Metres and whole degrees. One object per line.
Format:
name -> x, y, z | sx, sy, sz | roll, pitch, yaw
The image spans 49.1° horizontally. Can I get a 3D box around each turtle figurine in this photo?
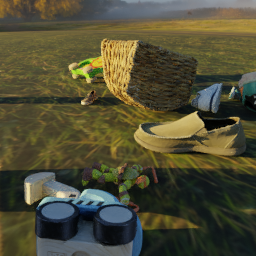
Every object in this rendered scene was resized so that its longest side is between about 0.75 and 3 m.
turtle figurine -> -0.161, 0.934, 5.125 | 1.280, 0.511, 1.587 | 7, 24, 15

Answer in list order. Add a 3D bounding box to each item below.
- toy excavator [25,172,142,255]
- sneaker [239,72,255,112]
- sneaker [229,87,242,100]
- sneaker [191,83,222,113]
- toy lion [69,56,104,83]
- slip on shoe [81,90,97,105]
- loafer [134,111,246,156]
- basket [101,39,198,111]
toy excavator -> -0.788, 1.264, 4.022 | 2.011, 1.033, 2.068 | 4, 11, 4
sneaker -> 4.289, -1.086, 9.411 | 1.066, 1.194, 2.988 | -4, 0, 25
sneaker -> 4.088, -1.248, 10.577 | 0.430, 0.365, 0.942 | 22, 34, 14
sneaker -> 2.679, -1.075, 9.312 | 0.782, 0.742, 1.942 | 6, 21, 24
toy lion -> -1.552, -2.970, 13.345 | 1.896, 0.679, 1.978 | -39, 40, -26
slip on shoe -> -1.397, -1.102, 10.170 | 0.378, 0.302, 0.995 | 9, 25, 19
loafer -> 1.469, 0.053, 6.707 | 2.630, 0.887, 1.000 | 3, 23, 6
basket -> 0.552, -1.630, 9.125 | 2.722, 1.943, 2.028 | 4, 12, -37
